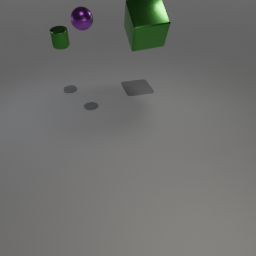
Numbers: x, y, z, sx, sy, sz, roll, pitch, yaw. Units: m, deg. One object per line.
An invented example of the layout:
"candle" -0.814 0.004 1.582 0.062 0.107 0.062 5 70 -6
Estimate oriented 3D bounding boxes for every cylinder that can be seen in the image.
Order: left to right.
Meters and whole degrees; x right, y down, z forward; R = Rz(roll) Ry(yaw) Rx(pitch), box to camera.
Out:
"cylinder" -2.766 -3.673 11.383 0.700 0.700 0.700 0 46 0

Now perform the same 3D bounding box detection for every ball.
"ball" -1.429 -3.387 8.682 0.700 0.700 0.700 0 34 0

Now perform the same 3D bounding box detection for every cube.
"cube" 0.698 -4.096 11.047 1.400 1.400 1.400 -12 70 -8
